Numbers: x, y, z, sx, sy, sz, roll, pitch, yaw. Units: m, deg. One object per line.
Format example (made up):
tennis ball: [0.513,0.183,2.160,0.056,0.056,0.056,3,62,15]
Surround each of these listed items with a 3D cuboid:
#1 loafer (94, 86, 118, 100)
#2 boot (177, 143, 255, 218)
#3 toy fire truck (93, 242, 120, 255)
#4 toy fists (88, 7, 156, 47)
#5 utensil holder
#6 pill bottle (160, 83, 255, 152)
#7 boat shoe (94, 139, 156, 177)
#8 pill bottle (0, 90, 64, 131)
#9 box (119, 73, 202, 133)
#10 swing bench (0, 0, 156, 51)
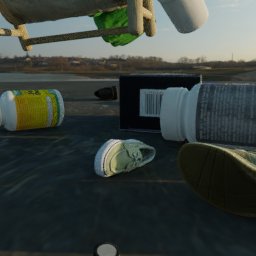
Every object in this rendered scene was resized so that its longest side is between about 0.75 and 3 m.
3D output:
loafer: [-1.238,-1.875,15.616,0.760,0.777,2.129,-12,6,-31]
boot: [1.795,0.558,3.578,1.980,0.713,1.531,17,21,40]
toy fire truck: [-0.127,1.104,1.646,0.699,0.511,0.794,-9,26,-42]
toy fists: [-0.347,-2.689,5.950,1.258,0.849,2.469,-35,-26,8]
utensil holder: [1.569,-3.518,7.924,1.108,1.108,1.304,11,-21,44]
pill bottle: [1.977,-0.228,5.755,2.430,1.383,1.383,5,13,23]
boat shoe: [0.004,0.441,4.612,0.470,0.546,1.517,7,11,26]
pill bottle: [-2.862,-0.498,7.756,1.934,1.090,1.090,-8,14,-33]
box: [1.129,-0.891,8.529,2.181,1.537,2.947,3,12,15]
swing bench: [-0.959,-2.321,3.692,2.376,2.389,1.550,-2,17,12]
